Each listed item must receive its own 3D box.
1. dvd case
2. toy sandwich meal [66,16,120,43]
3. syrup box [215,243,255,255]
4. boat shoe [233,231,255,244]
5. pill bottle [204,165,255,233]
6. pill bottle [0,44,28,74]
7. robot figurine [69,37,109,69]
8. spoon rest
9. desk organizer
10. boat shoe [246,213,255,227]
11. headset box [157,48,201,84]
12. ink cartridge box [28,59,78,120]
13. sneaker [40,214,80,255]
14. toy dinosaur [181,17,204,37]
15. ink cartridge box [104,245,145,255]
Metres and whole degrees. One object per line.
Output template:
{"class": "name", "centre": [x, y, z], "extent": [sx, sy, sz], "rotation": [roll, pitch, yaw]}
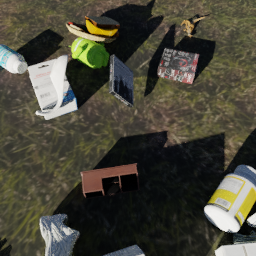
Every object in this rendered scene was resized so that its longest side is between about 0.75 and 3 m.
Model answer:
{"class": "dvd case", "centre": [-0.237, -1.850, 11.105], "extent": [0.220, 1.339, 1.781], "rotation": [-20, 55, 31]}
{"class": "toy sandwich meal", "centre": [-1.580, -4.791, 13.208], "extent": [2.639, 0.904, 2.639], "rotation": [15, 26, -7]}
{"class": "syrup box", "centre": [3.557, 3.749, 8.034], "extent": [1.836, 0.723, 0.748], "rotation": [-3, 56, -3]}
{"class": "boat shoe", "centre": [3.803, 3.317, 8.512], "extent": [1.216, 0.443, 0.376], "rotation": [-7, 60, 2]}
{"class": "pill bottle", "centre": [3.382, 2.168, 8.875], "extent": [1.133, 1.133, 2.022], "rotation": [34, 62, 21]}
{"class": "pill bottle", "centre": [-5.268, -3.050, 12.567], "extent": [1.618, 0.896, 0.896], "rotation": [32, 62, 20]}
{"class": "robot figurine", "centre": [-1.764, -3.419, 12.705], "extent": [1.875, 1.085, 1.645], "rotation": [33, 40, 22]}
{"class": "spoon rest", "centre": [-2.666, -1.567, 10.483], "extent": [0.751, 1.231, 2.477], "rotation": [22, 84, -21]}
{"class": "desk organizer", "centre": [-0.575, 1.792, 9.415], "extent": [1.893, 0.679, 0.729], "rotation": [-8, 58, -5]}
{"class": "boat shoe", "centre": [4.788, 2.780, 8.716], "extent": [2.200, 0.792, 0.723], "rotation": [-10, 51, -17]}
{"class": "headset box", "centre": [2.334, -2.773, 12.512], "extent": [1.781, 0.668, 1.324], "rotation": [14, 57, 9]}
{"class": "ink cartridge box", "centre": [-3.147, -1.656, 11.620], "extent": [1.381, 0.808, 2.381], "rotation": [-20, 61, -14]}
{"class": "sneaker", "centre": [-1.890, 3.452, 8.212], "extent": [1.063, 0.833, 2.139], "rotation": [-16, 58, -15]}
{"class": "toy dinosaur", "centre": [3.236, -5.279, 14.435], "extent": [0.893, 0.508, 1.682], "rotation": [30, 65, -7]}
{"class": "ink cartridge box", "centre": [-0.729, 4.474, 6.862], "extent": [2.951, 1.244, 2.154], "rotation": [-15, 78, -10]}
